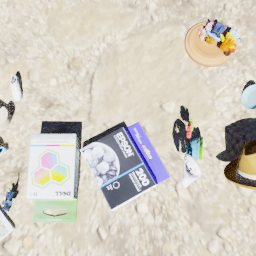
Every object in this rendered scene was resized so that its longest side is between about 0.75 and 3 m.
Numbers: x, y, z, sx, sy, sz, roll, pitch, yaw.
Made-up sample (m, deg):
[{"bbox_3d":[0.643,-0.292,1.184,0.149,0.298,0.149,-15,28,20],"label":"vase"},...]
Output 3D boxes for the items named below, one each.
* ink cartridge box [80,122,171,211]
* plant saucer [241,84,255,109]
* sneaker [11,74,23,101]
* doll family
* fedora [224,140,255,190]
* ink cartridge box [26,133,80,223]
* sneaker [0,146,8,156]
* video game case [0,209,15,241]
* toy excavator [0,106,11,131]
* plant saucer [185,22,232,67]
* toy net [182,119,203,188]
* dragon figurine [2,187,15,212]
[{"bbox_3d":[-0.071,1.162,9.161,2.246,0.487,2.225,-28,77,-8],"label":"ink cartridge box"},{"bbox_3d":[4.355,-1.053,9.648,0.170,0.881,0.881,12,72,-37],"label":"plant saucer"},{"bbox_3d":[-3.966,-1.417,9.856,0.368,0.387,0.962,-13,78,-5],"label":"sneaker"},{"bbox_3d":[3.248,-3.224,9.849,1.626,0.733,1.009,36,77,9],"label":"doll family"},{"bbox_3d":[3.980,0.934,8.286,2.348,2.348,0.958,-14,107,-3],"label":"fedora"},{"bbox_3d":[-2.344,1.582,8.872,1.437,0.821,2.767,0,76,0],"label":"ink cartridge box"},{"bbox_3d":[-4.421,0.863,9.304,0.822,0.337,0.304,-39,78,-9],"label":"sneaker"},{"bbox_3d":[-4.392,3.162,8.822,1.229,0.141,1.118,-41,79,-9],"label":"video game case"},{"bbox_3d":[-5.822,-0.695,9.267,2.907,1.452,2.827,-31,79,-16],"label":"toy excavator"},{"bbox_3d":[3.017,-3.129,10.337,1.812,0.292,1.812,0,77,0],"label":"plant saucer"},{"bbox_3d":[1.935,0.724,8.149,0.513,2.656,1.393,2,112,15],"label":"toy net"},{"bbox_3d":[-3.761,2.262,8.782,0.285,0.969,0.482,14,46,-16],"label":"dragon figurine"}]
